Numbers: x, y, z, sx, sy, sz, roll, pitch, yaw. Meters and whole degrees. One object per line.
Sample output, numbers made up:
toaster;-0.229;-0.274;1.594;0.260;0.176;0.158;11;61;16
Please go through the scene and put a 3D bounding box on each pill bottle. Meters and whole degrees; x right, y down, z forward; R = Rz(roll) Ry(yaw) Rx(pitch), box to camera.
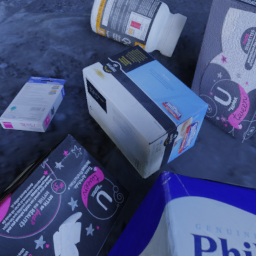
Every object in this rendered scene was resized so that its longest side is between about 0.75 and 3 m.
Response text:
pill bottle;0.365;-3.614;9.558;2.945;1.713;1.713;23;46;3

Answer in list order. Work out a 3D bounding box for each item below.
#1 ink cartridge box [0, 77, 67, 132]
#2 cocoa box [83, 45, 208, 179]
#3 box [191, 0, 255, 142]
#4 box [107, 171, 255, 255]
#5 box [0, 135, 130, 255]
ink cartridge box;-2.498;-0.710;7.702;1.165;0.410;1.953;5;46;8
cocoa box;0.298;-0.415;6.207;1.523;1.548;2.322;-30;61;-21
box;2.857;-1.477;6.590;1.677;2.924;1.932;-24;48;-29
box;0.604;2.424;2.460;1.557;2.730;2.969;14;42;-12
box;-1.397;1.611;3.993;1.444;1.663;2.517;47;45;-11
